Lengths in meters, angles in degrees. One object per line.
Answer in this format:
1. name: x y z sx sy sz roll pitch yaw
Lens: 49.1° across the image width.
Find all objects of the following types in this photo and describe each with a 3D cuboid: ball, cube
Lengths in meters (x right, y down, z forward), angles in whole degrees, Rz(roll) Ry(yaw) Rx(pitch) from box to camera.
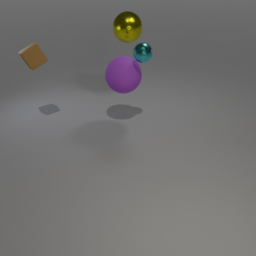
1. ball: -0.019 -4.700 13.091 1.400 1.400 1.400 0 29 0
2. ball: -0.172 -2.027 10.741 1.400 1.400 1.400 0 29 0
3. ball: 0.525 -2.665 9.932 0.700 0.700 0.700 0 29 0
4. cube: -3.464 -2.619 10.235 0.700 0.700 0.700 -38 31 -10
